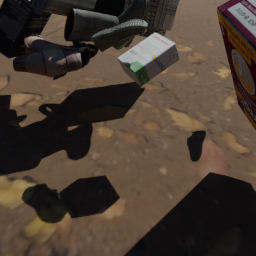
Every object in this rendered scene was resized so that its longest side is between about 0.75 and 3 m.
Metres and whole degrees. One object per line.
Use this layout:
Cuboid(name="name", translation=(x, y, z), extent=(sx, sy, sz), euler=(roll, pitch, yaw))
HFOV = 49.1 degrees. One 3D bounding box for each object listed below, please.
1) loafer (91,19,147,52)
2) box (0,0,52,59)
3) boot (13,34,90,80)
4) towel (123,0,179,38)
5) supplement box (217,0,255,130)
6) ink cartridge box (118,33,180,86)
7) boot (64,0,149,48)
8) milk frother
Cuboid(name="loafer", translation=(-0.175, -2.222, 6.828), extent=(1.479, 0.515, 0.556), euler=(-6, 35, 28))
Cuboid(name="box", translation=(-3.690, -3.509, 9.585), extent=(1.023, 1.961, 1.451), euler=(37, 21, -5))
Cuboid(name="boot", translation=(-2.190, -2.275, 8.642), extent=(2.031, 0.976, 2.779), euler=(-3, 36, 1))
Cuboid(name="towel", translation=(0.544, -4.643, 10.187), extent=(2.697, 2.801, 0.484), euler=(2, 46, -13))
Cuboid(name="supplement box", translation=(3.117, -1.143, 5.682), extent=(1.544, 2.992, 1.958), euler=(-25, 45, 11))
Cuboid(name="ink cartridge box", translation=(0.508, -1.707, 6.898), extent=(1.217, 0.533, 0.884), euler=(-37, 47, -5))
Cuboid(name="boot", translation=(-0.627, -3.178, 8.100), extent=(2.110, 1.919, 0.766), euler=(4, 46, -31))
Cuboid(name="milk frother", translation=(-1.744, -3.529, 8.642), extent=(2.448, 2.602, 2.349), euler=(-6, 18, -40))
